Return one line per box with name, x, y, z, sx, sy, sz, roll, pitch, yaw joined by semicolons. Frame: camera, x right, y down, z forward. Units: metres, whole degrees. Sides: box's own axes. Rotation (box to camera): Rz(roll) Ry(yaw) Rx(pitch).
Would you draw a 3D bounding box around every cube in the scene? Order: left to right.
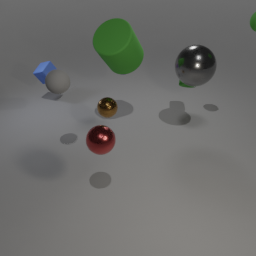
cube;-3.679;-2.492;12.634;0.700;0.700;0.700;0;52;37

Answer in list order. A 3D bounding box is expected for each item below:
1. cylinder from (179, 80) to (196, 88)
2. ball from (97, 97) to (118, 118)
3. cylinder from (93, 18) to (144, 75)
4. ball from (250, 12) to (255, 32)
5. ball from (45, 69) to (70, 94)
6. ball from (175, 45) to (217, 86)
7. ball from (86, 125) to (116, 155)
cylinder;2.490;-2.072;11.540;0.700;0.700;0.700;8;-1;0
ball;-0.694;-0.692;9.463;0.700;0.700;0.700;0;31;0
cylinder;-0.305;-2.783;9.699;1.400;1.400;1.400;-6;71;18
ball;4.278;-3.427;8.963;0.700;0.700;0.700;0;31;0
ball;-1.994;-1.313;7.951;0.700;0.700;0.700;0;31;0
ball;2.318;-2.140;9.636;1.400;1.400;1.400;0;31;0
ball;-0.638;0.279;6.571;0.700;0.700;0.700;0;31;0
